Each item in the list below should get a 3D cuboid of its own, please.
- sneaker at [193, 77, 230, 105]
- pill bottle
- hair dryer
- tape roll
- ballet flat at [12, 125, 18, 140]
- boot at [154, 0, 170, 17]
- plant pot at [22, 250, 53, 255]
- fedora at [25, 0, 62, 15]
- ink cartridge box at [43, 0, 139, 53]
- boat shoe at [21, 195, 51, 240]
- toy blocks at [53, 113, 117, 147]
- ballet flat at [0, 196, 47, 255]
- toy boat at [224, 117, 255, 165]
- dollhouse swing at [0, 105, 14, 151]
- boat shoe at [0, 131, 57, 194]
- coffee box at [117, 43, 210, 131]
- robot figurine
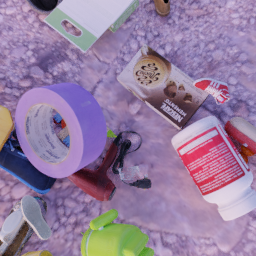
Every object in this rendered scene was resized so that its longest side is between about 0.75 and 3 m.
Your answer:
[{"bbox_3d":[2.334,-1.001,7.684,1.111,0.396,0.625,5,61,-21],"label":"sneaker"},{"bbox_3d":[2.458,1.101,7.809,1.472,1.472,2.622,-27,76,-7],"label":"pill bottle"},{"bbox_3d":[-0.671,1.199,8.338,2.536,0.689,1.932,-10,61,-10],"label":"hair dryer"},{"bbox_3d":[-1.802,0.035,7.433,2.375,1.009,2.375,10,110,28],"label":"tape roll"},{"bbox_3d":[-3.245,-0.232,8.745,0.453,0.453,1.240,24,78,7],"label":"ballet flat"},{"bbox_3d":[1.053,-4.972,9.934,0.713,0.731,1.937,-20,74,-4],"label":"boot"},{"bbox_3d":[-2.282,3.434,7.022,0.735,0.781,0.781,-35,75,21],"label":"plant pot"},{"bbox_3d":[-2.919,-4.568,9.738,1.346,0.608,1.190,32,98,-14],"label":"fedora"},{"bbox_3d":[-1.231,-4.005,9.700,1.997,0.658,2.745,39,84,11],"label":"ink cartridge box"},{"bbox_3d":[-2.374,2.290,7.150,0.454,0.379,1.218,-31,92,-33],"label":"boat shoe"},{"bbox_3d":[-1.492,0.013,8.492,1.363,0.996,1.994,-44,79,1],"label":"toy blocks"},{"bbox_3d":[-3.300,3.113,7.480,1.046,1.046,2.909,28,76,8],"label":"ballet flat"},{"bbox_3d":[3.540,0.660,8.227,1.971,1.286,1.288,38,108,11],"label":"toy boat"},{"bbox_3d":[-4.947,0.211,8.071,2.527,2.612,2.874,29,75,-19],"label":"dollhouse swing"},{"bbox_3d":[-3.340,0.796,8.216,2.901,1.221,0.996,37,70,-7],"label":"boat shoe"},{"bbox_3d":[1.068,-1.198,8.529,2.442,0.975,1.380,40,92,8],"label":"coffee box"},{"bbox_3d":[-0.368,3.044,7.141,1.167,2.017,1.770,-38,111,-49],"label":"robot figurine"}]
